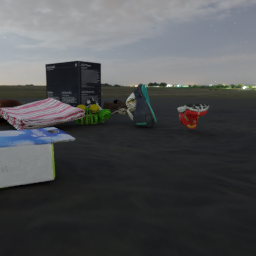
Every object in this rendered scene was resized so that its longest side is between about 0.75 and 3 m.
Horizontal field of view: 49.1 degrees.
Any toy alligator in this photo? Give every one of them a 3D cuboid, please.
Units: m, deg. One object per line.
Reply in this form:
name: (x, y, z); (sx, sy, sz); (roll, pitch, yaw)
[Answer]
toy alligator: (-1.058, -0.389, 9.603); (2.164, 0.642, 0.587); (-1, 45, -7)

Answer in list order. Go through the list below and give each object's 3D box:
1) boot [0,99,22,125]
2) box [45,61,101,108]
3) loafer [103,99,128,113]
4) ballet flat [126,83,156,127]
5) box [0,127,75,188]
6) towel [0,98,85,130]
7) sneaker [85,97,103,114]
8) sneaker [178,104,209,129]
boot: (-4.695, -0.657, 10.706); (2.362, 0.809, 2.223); (8, 11, 43)
box: (-2.718, -1.937, 13.835); (2.737, 2.492, 1.425); (7, 11, 41)
loafer: (-0.464, -1.210, 15.160); (1.984, 0.704, 0.724); (-6, 9, -37)
ballet flat: (0.364, -0.814, 9.731); (0.938, 0.938, 2.568); (-1, 32, -4)
box: (-2.039, 0.378, 3.708); (2.391, 0.570, 1.458); (-4, 8, -26)
towel: (-2.871, -0.561, 9.090); (1.995, 0.408, 2.726); (-16, 23, -34)
sneaker: (-1.149, -0.629, 10.834); (0.859, 0.563, 1.492); (39, 11, -26)
sneaker: (1.819, -0.312, 7.757); (0.608, 0.670, 1.578); (-4, 0, -4)
